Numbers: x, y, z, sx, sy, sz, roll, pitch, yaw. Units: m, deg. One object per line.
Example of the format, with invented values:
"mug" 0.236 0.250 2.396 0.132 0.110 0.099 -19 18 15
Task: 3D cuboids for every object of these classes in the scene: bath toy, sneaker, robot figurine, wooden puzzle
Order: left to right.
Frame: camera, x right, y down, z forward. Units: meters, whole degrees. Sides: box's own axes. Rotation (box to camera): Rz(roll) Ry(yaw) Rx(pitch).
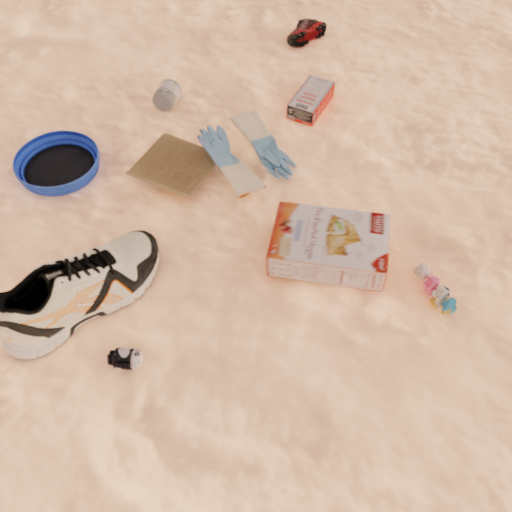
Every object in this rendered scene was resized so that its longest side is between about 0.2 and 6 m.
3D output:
"sneaker" -3.254 0.506 10.537 1.277 1.386 3.465 35 58 26
"robot figurine" -2.356 1.846 10.090 0.620 0.387 0.466 4 61 3
"wooden puzzle" -1.876 -2.069 13.157 1.679 0.420 1.813 23 50 15
"sneaker" 1.371 -6.639 16.644 1.501 0.530 0.733 -35 60 -27
"bath toy" 3.511 0.635 11.034 0.416 0.489 1.126 10 39 -36

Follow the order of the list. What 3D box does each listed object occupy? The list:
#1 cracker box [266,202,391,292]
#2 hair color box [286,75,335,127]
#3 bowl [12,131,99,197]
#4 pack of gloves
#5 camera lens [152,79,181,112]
"cracker box" 1.483 -0.221 11.341 2.348 0.677 1.573 8 51 8
"hair color box" 1.438 -4.087 14.688 0.762 0.460 1.501 23 54 16
"bowl" -4.687 -2.183 13.245 1.983 0.389 1.983 0 52 0
"pack of gloves" -0.247 -2.361 13.236 1.841 0.432 2.192 -23 67 -28
"camera lens" -2.344 -4.229 14.715 0.589 0.589 0.736 13 53 10
